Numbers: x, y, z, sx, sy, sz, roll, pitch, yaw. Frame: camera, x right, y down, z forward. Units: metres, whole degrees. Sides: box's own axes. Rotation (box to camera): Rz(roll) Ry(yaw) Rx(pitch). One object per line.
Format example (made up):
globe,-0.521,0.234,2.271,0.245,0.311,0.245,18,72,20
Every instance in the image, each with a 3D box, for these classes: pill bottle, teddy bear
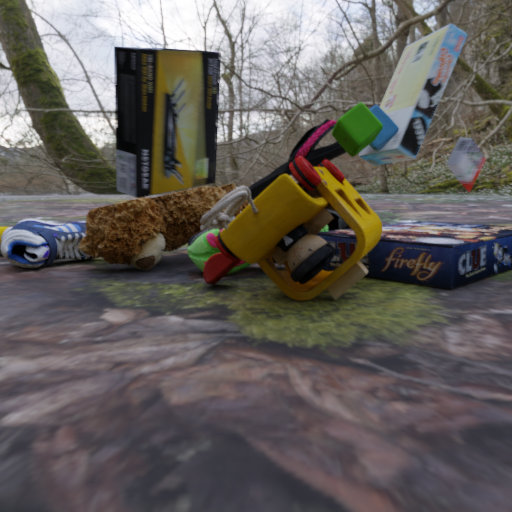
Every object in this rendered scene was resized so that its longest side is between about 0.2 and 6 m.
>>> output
pill bottle,-5.172,-0.302,11.555,1.071,0.596,0.596,3,9,19
teddy bear,-1.511,-0.571,10.555,2.666,1.227,3.677,-13,5,16

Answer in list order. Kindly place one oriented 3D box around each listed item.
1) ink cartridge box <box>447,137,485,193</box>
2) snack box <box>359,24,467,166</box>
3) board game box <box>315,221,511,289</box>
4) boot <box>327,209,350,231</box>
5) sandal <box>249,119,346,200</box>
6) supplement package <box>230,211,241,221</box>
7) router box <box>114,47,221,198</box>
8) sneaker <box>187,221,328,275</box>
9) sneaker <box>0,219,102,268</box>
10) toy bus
ink cartridge box,4.278,-1.781,11.202,1.157,0.630,0.291,34,-9,-41
snack box,2.644,-2.694,9.602,0.420,2.263,1.315,25,-3,-18
board game box,3.174,-0.151,10.164,2.605,0.665,3.846,7,11,43
boot,1.638,-1.371,17.357,3.152,1.221,2.180,4,14,30
sandal,0.905,-1.824,9.586,2.769,0.624,1.040,-27,10,11
supplement package,-0.308,-0.925,14.749,1.501,0.910,0.899,-7,11,-41
router box,-1.888,-2.925,12.172,0.780,2.988,2.350,21,27,36
sneaker,0.085,-0.304,9.901,2.822,1.083,1.182,-3,13,-29
sneaker,-3.581,-0.113,10.213,1.973,0.795,1.445,8,21,-12
toy bus,0.749,-0.225,7.462,3.129,1.617,2.952,-38,-7,-24
